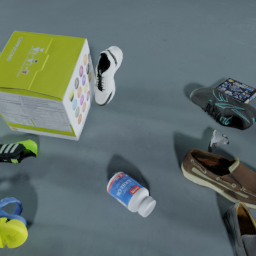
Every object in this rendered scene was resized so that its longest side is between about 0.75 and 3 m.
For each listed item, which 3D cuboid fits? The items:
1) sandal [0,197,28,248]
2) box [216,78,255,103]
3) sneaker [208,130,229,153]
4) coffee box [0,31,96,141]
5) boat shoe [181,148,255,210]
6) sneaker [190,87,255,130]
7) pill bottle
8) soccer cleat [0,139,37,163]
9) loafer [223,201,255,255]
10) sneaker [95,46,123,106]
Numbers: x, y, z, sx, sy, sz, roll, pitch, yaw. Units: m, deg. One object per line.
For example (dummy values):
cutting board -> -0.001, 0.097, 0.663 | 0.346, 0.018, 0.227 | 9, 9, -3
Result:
sandal -> -3.794, 2.330, 7.058 | 2.699, 1.073, 1.175 | 4, 33, -5
box -> 4.375, -1.435, 11.525 | 1.380, 0.345, 1.390 | -34, 52, -32
sneaker -> 3.078, 0.485, 9.419 | 0.615, 0.399, 1.064 | 18, 45, 16
coffee box -> -2.697, -1.371, 9.364 | 2.519, 2.491, 2.515 | 9, 61, 7
boat shoe -> 2.963, 1.380, 7.920 | 2.942, 1.088, 1.086 | 17, 45, 17
sneaker -> 3.415, -0.720, 10.307 | 2.556, 0.964, 1.013 | 25, 50, 25
pill bottle -> 0.107, 1.821, 7.639 | 1.285, 0.721, 0.721 | 31, 51, 30
soccer cleat -> -3.797, 0.845, 8.893 | 1.786, 0.603, 0.724 | -14, 46, -18
loafer -> 2.932, 2.746, 6.701 | 0.747, 0.742, 2.052 | -9, 44, -11
sneaker -> -0.877, -1.767, 9.831 | 0.809, 2.195, 0.878 | 24, 28, 19
